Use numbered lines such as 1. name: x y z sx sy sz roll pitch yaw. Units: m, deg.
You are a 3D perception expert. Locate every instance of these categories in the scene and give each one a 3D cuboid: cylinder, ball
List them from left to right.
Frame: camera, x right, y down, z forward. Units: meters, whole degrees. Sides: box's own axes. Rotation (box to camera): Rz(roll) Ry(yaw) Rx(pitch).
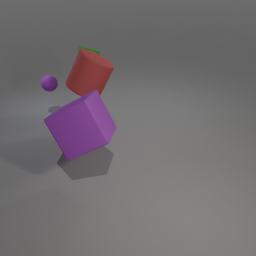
1. ball: -3.405 -1.930 12.147 0.700 0.700 0.700 0 31 0
2. cylinder: -1.427 -1.995 10.472 1.400 1.400 1.400 25 21 -11

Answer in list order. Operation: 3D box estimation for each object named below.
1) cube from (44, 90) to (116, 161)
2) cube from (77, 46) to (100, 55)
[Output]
1. cube: -1.354 -0.114 8.393 1.400 1.400 1.400 -24 14 14
2. cube: -1.675 -2.964 11.667 0.700 0.700 0.700 3 18 -34
